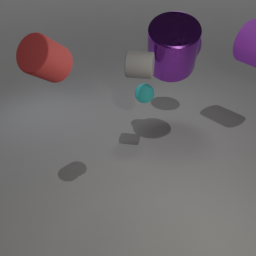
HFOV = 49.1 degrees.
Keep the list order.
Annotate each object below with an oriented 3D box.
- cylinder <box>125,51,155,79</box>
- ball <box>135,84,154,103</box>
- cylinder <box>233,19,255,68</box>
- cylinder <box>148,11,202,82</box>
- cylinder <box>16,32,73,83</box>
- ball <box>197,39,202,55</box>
[{"bbox_3d":[0.316,-1.665,7.397,0.700,0.700,0.700,6,30,9],"label":"cylinder"},{"bbox_3d":[0.590,-1.238,10.033,0.700,0.700,0.700,0,30,0],"label":"ball"},{"bbox_3d":[4.403,-2.641,9.041,1.400,1.400,1.400,-20,41,-31],"label":"cylinder"},{"bbox_3d":[1.253,-2.251,7.874,1.400,1.400,1.400,-2,61,3],"label":"cylinder"},{"bbox_3d":[-1.450,-1.211,4.920,0.700,0.700,0.700,13,1,22],"label":"cylinder"},{"bbox_3d":[2.024,-3.115,10.439,1.400,1.400,1.400,0,30,0],"label":"ball"}]
